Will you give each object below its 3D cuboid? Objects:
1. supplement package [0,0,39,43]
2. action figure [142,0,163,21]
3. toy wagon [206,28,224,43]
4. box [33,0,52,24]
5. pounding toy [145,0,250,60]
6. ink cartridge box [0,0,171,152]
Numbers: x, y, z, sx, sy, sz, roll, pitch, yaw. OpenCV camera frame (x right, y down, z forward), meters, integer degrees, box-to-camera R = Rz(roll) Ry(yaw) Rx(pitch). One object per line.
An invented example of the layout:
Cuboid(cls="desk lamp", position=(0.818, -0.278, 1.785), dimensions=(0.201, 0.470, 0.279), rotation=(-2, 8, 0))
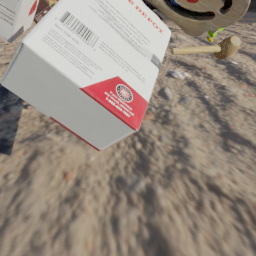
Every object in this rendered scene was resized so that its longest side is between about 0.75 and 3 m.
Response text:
Cuboid(cls="supplement package", position=(-2.561, -2.903, 6.093), dimensions=(0.973, 1.624, 0.985), rotation=(32, 46, -12))
Cuboid(cls="action figure", position=(-0.354, -1.904, 6.082), dimensions=(1.522, 2.273, 1.692), rotation=(19, 34, -39))
Cuboid(cls="toy wagon", position=(2.695, -3.651, 9.095), dimensions=(0.352, 1.780, 1.381), rotation=(-24, 45, 0))
Cuboid(cls="box", position=(-3.215, -4.209, 9.242), dimensions=(0.737, 0.985, 1.966), rotation=(-41, 78, -4))
Cuboid(cls="pounding toy", position=(1.186, -2.061, 4.573), dimensions=(2.361, 1.350, 1.355), rotation=(32, 63, -17))
Cuboid(cls="ink cartridge box", position=(-0.440, -1.146, 4.310), dimensions=(1.001, 1.726, 2.392), rotation=(-31, 29, 46))
